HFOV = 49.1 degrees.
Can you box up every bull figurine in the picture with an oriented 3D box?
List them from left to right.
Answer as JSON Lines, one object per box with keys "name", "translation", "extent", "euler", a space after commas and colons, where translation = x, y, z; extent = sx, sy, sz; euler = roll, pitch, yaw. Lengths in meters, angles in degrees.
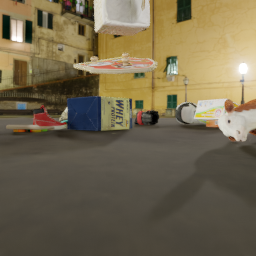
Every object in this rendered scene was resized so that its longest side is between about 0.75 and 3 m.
{"name": "bull figurine", "translation": [2.236, -0.119, 4.223], "extent": [1.237, 0.664, 2.038], "euler": [6, 8, 38]}

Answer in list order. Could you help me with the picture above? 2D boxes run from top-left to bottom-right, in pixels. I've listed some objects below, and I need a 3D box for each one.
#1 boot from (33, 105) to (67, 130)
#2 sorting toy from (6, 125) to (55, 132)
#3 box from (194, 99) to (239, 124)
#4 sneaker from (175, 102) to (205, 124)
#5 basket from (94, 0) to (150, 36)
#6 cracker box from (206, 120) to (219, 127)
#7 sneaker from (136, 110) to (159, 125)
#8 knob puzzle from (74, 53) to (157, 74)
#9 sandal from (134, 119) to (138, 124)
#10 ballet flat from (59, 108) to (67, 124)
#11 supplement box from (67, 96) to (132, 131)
{"name": "boot", "translation": [-2.139, -0.291, 7.729], "extent": [0.932, 0.672, 0.337], "euler": [-1, 3, -33]}
{"name": "sorting toy", "translation": [-2.330, 0.022, 6.772], "extent": [0.838, 0.165, 0.905], "euler": [0, -2, 8]}
{"name": "box", "translation": [3.452, -0.593, 10.839], "extent": [0.876, 0.789, 1.558], "euler": [19, -7, -27]}
{"name": "sneaker", "translation": [3.244, -0.629, 12.086], "extent": [2.684, 0.990, 1.074], "euler": [-2, 5, -28]}
{"name": "basket", "translation": [-0.244, -4.105, 9.492], "extent": [1.654, 1.639, 1.330], "euler": [-3, 4, -20]}
{"name": "cracker box", "translation": [3.175, -0.162, 9.539], "extent": [0.858, 0.248, 0.575], "euler": [-1, 2, -34]}
{"name": "sneaker", "translation": [1.011, -0.451, 11.945], "extent": [0.856, 0.619, 1.752], "euler": [1, 5, 26]}
{"name": "knob puzzle", "translation": [-0.192, -2.398, 10.124], "extent": [3.111, 0.431, 3.111], "euler": [-1, 22, 1]}
{"name": "sandal", "translation": [0.458, -0.325, 12.138], "extent": [0.353, 0.225, 0.939], "euler": [-38, -14, 13]}
{"name": "ballet flat", "translation": [-2.016, -0.616, 11.442], "extent": [0.892, 0.990, 2.630], "euler": [-1, 2, -38]}
{"name": "supplement box", "translation": [-0.762, -0.384, 7.628], "extent": [1.280, 0.859, 1.278], "euler": [2, 3, 42]}
